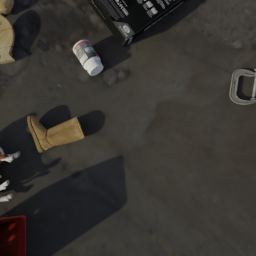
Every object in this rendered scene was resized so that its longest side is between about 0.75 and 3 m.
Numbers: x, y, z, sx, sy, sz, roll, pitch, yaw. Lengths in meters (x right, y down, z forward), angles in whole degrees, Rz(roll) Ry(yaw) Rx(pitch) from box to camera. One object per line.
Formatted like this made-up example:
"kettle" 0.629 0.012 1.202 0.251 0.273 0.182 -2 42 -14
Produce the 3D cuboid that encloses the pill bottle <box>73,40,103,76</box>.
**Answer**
"pill bottle" -1.095 -1.949 7.800 0.518 0.518 0.910 -32 78 -8

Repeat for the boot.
"boot" -1.892 -0.014 7.365 1.225 0.405 1.073 -22 89 -5

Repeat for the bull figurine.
"bull figurine" -3.405 0.968 6.970 1.147 0.615 1.889 2 75 0

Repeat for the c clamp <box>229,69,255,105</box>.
"c clamp" 3.383 -1.169 7.775 1.065 0.169 1.246 19 76 5

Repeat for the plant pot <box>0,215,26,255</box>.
"plant pot" -3.144 2.715 6.232 1.156 1.310 1.311 -9 75 10

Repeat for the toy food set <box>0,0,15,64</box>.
"toy food set" -4.212 -3.170 8.213 1.817 0.450 2.858 -5 83 -1

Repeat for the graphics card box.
"graphics card box" 0.448 -3.884 8.010 2.860 0.727 1.794 -40 95 -11
